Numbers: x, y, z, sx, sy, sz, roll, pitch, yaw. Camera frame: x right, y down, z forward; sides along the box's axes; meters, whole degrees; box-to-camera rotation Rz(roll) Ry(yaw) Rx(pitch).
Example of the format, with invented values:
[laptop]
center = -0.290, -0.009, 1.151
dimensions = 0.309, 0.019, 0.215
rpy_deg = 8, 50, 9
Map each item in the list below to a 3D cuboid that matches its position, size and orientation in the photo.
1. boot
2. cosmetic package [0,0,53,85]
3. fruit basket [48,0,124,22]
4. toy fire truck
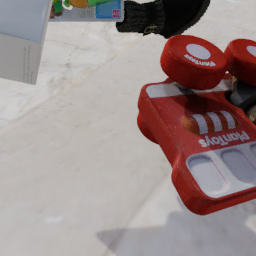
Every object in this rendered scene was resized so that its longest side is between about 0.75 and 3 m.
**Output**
[boot]
center = 0.744, -2.813, 6.542
dimensions = 1.684, 2.252, 0.847
rpy_deg = 5, 74, -21
[cosmetic package]
center = -1.198, -1.342, 3.203
dimensions = 0.595, 0.828, 1.467
rpy_deg = 9, 66, -18
[fruit basket]
center = -1.329, -3.493, 6.043
dimensions = 2.482, 2.299, 1.163
rpy_deg = -1, 6, -9
[toy fire truck]
center = 1.191, -0.042, 3.167
dimensions = 2.130, 1.194, 1.789
rpy_deg = -6, 51, -25
